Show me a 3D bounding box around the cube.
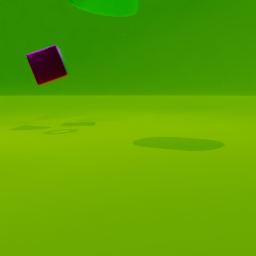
[{"bbox_3d":[-2.466,-1.913,8.757,0.947,0.947,0.947,-20,8,-4],"label":"cube"}]

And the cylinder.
[{"bbox_3d":[-0.339,-2.762,4.728,1.337,1.337,1.337,7,36,-5],"label":"cylinder"}]
